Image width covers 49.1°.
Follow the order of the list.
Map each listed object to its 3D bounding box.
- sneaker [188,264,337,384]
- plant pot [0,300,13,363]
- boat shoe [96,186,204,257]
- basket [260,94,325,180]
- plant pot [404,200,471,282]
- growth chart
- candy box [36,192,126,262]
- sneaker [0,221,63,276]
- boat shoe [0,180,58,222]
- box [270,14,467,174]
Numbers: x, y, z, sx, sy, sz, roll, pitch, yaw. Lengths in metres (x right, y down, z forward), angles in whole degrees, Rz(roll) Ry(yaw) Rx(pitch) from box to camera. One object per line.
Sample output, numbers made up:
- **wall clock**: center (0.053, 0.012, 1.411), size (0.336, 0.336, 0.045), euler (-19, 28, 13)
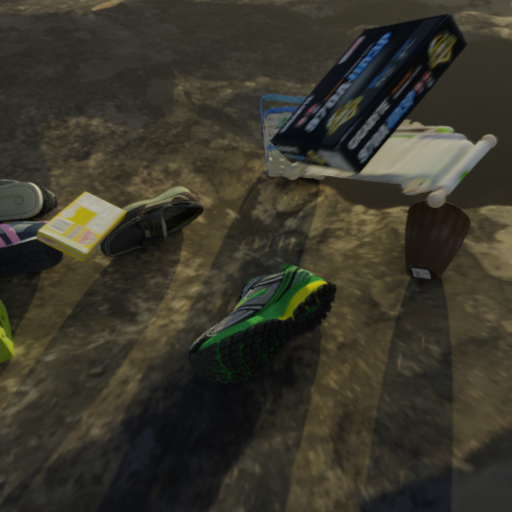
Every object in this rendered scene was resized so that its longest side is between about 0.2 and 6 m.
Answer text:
- **sneaker**: center (0.003, 1.161, 10.050), size (3.085, 1.204, 1.314), euler (-28, 44, -36)
- **plant pot**: center (-5.193, 1.180, 9.813), size (1.364, 1.237, 1.357), euler (-19, 49, -16)
- **boat shoe**: center (-2.184, -0.693, 11.887), size (0.828, 0.901, 2.521), euler (30, 48, 32)
- **basket**: center (1.090, -3.059, 13.707), size (2.025, 1.597, 2.296), euler (1, 55, 1)
- **plant pot**: center (3.519, -0.201, 11.310), size (1.276, 1.276, 1.365), euler (17, 65, 16)
- **growth chart**: center (2.540, -1.993, 10.918), size (2.820, 0.346, 3.897), euler (-37, 35, -30)
- **candy box**: center (-3.163, -0.582, 10.304), size (0.903, 0.233, 1.766), euler (29, 31, -3)
- **sneaker**: center (-5.321, -0.200, 11.497), size (2.802, 0.983, 1.149), euler (-2, 34, -8)
- **boat shoe**: center (-5.915, -1.201, 12.543), size (2.898, 1.041, 0.980), euler (1, 8, 11)
- **box**: center (2.009, -3.038, 10.602), size (3.179, 0.731, 2.527), euler (-50, 28, -6)
